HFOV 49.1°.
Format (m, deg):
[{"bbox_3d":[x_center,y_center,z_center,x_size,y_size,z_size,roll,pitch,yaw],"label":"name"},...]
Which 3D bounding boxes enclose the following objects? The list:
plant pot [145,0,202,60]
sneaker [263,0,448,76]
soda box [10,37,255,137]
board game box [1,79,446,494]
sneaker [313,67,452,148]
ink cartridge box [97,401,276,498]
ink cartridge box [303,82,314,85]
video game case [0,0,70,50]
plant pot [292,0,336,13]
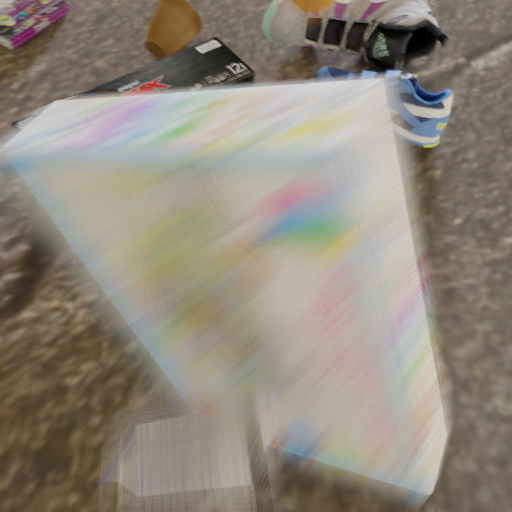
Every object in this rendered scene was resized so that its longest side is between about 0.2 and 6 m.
[{"bbox_3d":[-1.704,-4.339,10.848,0.934,0.934,1.003,26,72,17],"label":"plant pot"},{"bbox_3d":[1.956,-4.094,10.349,3.338,1.298,2.335,-14,55,-9],"label":"sneaker"},{"bbox_3d":[-1.802,-2.075,8.938,3.666,1.297,1.161,-30,63,-20],"label":"soda box"},{"bbox_3d":[0.030,0.499,4.604,2.569,3.821,0.654,7,49,30],"label":"board game box"},{"bbox_3d":[2.131,-2.717,9.334,2.381,0.979,0.880,23,41,2],"label":"sneaker"},{"bbox_3d":[-0.472,1.327,3.806,1.189,0.221,0.563,-16,23,26],"label":"ink cartridge box"},{"bbox_3d":[1.067,-2.518,9.772,0.772,0.449,1.059,-14,55,-9],"label":"ink cartridge box"},{"bbox_3d":[-4.976,-5.012,11.601,1.468,0.290,1.620,28,60,18],"label":"video game case"},{"bbox_3d":[0.776,-4.626,8.793,1.396,1.278,1.396,-17,55,26],"label":"plant pot"}]
